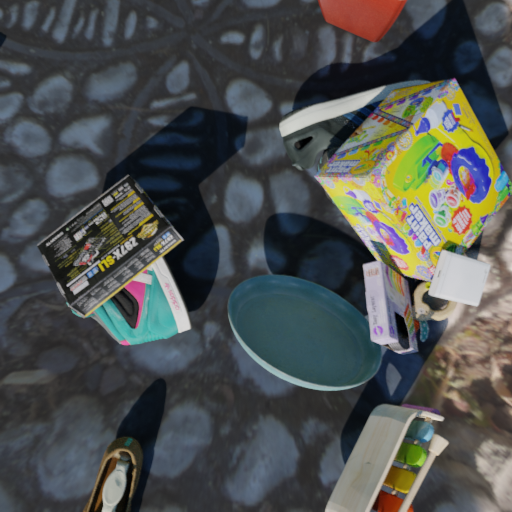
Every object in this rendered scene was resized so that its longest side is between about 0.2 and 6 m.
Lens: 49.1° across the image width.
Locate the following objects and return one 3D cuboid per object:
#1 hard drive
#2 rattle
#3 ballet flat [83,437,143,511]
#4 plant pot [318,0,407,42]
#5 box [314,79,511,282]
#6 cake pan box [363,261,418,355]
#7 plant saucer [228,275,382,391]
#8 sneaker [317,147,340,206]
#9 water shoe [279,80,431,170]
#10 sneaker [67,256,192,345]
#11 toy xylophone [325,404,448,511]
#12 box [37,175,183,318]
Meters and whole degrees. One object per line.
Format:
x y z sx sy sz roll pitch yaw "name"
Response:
3.653 0.416 10.019 1.239 0.165 0.817 13 95 -33 "hard drive"
3.311 0.916 10.598 0.861 0.945 1.323 44 74 9 "rattle"
-2.506 4.398 9.390 0.895 0.955 2.639 17 72 -4 "ballet flat"
2.539 -6.103 12.460 2.097 1.848 2.095 27 74 9 "plant pot"
2.958 -1.350 10.370 2.505 1.587 2.601 -48 116 -13 "box"
2.435 0.986 10.151 0.392 1.379 1.497 -18 60 33 "cake pan box"
0.823 1.356 9.953 2.874 0.394 2.874 16 31 -10 "plant saucer"
1.984 -1.221 11.432 0.807 0.848 2.140 -34 95 -22 "sneaker"
2.209 -2.734 11.882 3.464 1.238 1.367 -16 100 -6 "water shoe"
-2.728 0.349 10.634 1.927 1.334 3.191 -24 72 -15 "sneaker"
2.127 3.551 8.928 0.690 2.012 2.748 38 78 -15 "toy xylophone"
-2.608 -0.220 9.848 2.155 0.532 1.721 -39 56 -5 "box"
